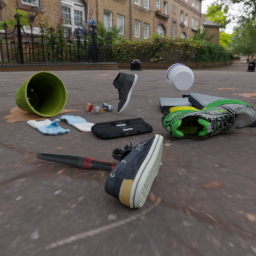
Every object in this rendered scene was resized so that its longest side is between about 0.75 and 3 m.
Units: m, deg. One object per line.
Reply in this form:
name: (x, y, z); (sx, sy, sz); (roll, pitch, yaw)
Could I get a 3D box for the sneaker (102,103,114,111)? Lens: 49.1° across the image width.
sneaker: (-0.934, -0.943, 12.947); (0.352, 0.318, 0.825); (3, 18, -31)

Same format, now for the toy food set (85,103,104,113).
toy food set: (-1.536, -0.783, 12.323); (0.891, 0.401, 0.425); (25, 8, 19)

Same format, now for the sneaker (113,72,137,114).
sneaker: (-0.326, -1.499, 11.551); (0.864, 1.743, 0.616); (18, 11, -18)

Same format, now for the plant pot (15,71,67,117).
plant pot: (-3.865, -1.342, 11.927); (1.848, 1.848, 1.779); (-14, 8, -44)

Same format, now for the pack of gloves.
pack of gloves: (-2.289, -0.275, 9.954); (1.939, 0.455, 2.308); (-11, 19, -34)

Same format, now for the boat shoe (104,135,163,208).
boat shoe: (0.215, 0.684, 5.460); (0.732, 0.877, 2.350); (10, 22, 16)

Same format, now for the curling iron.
curling iron: (-0.922, 0.690, 6.342); (2.402, 0.307, 0.596); (-1, 51, 11)

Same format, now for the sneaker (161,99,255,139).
sneaker: (2.537, -0.119, 8.533); (2.863, 1.117, 1.220); (-9, 22, -1)

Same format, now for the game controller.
game controller: (-0.178, 0.026, 9.116); (1.982, 0.417, 1.034); (-9, 31, -29)

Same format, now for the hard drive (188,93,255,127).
hard drive: (3.658, -0.793, 11.093); (2.033, 0.479, 2.913); (9, 16, -3)

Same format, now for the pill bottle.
pill bottle: (1.498, -1.440, 8.027); (0.709, 0.709, 1.184); (0, 18, 1)

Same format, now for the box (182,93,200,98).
box: (3.396, -1.606, 15.041); (0.647, 0.467, 0.872); (10, 18, 35)

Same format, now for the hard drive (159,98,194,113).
hard drive: (2.297, -1.080, 13.206); (1.554, 0.366, 2.226); (1, 15, 4)
